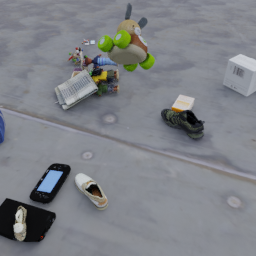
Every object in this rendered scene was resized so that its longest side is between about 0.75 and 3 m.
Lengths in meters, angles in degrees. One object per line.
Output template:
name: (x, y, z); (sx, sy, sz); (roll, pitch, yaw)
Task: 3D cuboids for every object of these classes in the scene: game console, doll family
game console: (-2.878, 2.188, 8.905); (1.723, 0.352, 2.920); (12, 42, 13)
doll family: (-1.343, -2.748, 14.080); (1.726, 1.172, 2.987); (-4, 36, 1)

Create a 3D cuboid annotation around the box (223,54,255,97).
box: (5.567, -2.549, 13.508); (0.951, 1.455, 1.447); (-27, 48, -25)

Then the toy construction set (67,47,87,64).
toy construction set: (-2.973, -3.884, 15.652); (1.172, 0.901, 0.978); (-26, 90, -49)

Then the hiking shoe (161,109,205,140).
hiking shoe: (2.249, -0.438, 11.384); (2.084, 1.049, 0.789); (32, 50, 31)

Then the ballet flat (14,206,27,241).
ballet flat: (-3.054, 2.650, 7.868); (0.339, 0.377, 1.000); (-13, 43, -4)

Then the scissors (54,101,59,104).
scissors: (-3.024, -1.320, 13.151); (0.358, 0.068, 0.978); (27, 46, 26)

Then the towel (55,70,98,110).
towel: (-2.477, -1.830, 13.002); (1.866, 0.322, 1.796); (-32, 49, 0)

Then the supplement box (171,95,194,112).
supplement box: (2.438, -0.964, 12.474); (0.712, 0.415, 1.129); (19, 44, 20)

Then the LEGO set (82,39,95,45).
LEGO set: (-2.544, -5.524, 17.904); (0.825, 0.202, 0.616); (-4, 38, -4)

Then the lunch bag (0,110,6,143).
lunch bag: (-5.685, -0.045, 10.827); (1.721, 1.169, 1.139); (-8, 38, -11)

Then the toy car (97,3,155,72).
toy car: (0.181, -3.904, 11.727); (1.882, 1.959, 2.385); (3, 71, 45)

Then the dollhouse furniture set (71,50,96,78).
dollhouse furniture set: (-2.290, -3.118, 14.318); (1.393, 1.248, 1.758); (1, 41, 1)

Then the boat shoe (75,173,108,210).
boat shoe: (-1.191, 1.924, 9.055); (0.592, 0.542, 1.584); (-31, 50, -31)
